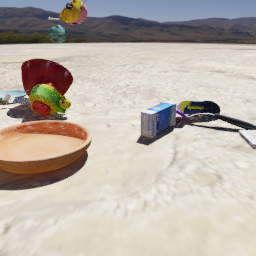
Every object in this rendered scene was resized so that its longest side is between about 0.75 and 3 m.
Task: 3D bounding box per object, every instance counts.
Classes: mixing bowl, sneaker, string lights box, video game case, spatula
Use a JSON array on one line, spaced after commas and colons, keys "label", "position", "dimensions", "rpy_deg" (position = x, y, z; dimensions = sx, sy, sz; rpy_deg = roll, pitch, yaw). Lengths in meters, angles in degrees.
[{"label": "mixing bowl", "position": [-2.910, -1.465, 9.774], "dimensions": [1.837, 1.837, 0.995], "rpy_deg": [2, 64, 7]}, {"label": "sneaker", "position": [2.166, -0.614, 8.670], "dimensions": [1.406, 0.520, 0.578], "rpy_deg": [8, 0, -9]}, {"label": "string lights box", "position": [0.843, -0.260, 7.522], "dimensions": [0.374, 0.653, 1.270], "rpy_deg": [15, 25, 35]}, {"label": "video game case", "position": [3.399, 0.257, 6.900], "dimensions": [1.007, 0.115, 0.917], "rpy_deg": [0, 20, 0]}, {"label": "spatula", "position": [2.225, -0.321, 7.960], "dimensions": [2.846, 0.292, 0.804], "rpy_deg": [13, -4, 23]}]

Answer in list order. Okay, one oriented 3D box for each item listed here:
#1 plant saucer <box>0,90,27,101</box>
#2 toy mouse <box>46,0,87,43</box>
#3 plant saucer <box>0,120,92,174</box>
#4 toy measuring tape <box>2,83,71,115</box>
[{"label": "plant saucer", "position": [-4.466, -1.206, 10.700], "dimensions": [1.269, 0.244, 1.269], "rpy_deg": [1, 20, 0]}, {"label": "toy mouse", "position": [-2.025, -3.551, 9.591], "dimensions": [2.473, 0.478, 2.197], "rpy_deg": [-54, 13, -31]}, {"label": "plant saucer", "position": [-1.940, 0.381, 6.119], "dimensions": [2.303, 0.431, 2.303], "rpy_deg": [1, 20, 0]}, {"label": "toy measuring tape", "position": [-3.081, -1.011, 8.972], "dimensions": [2.773, 1.020, 1.020], "rpy_deg": [10, 22, 19]}]
